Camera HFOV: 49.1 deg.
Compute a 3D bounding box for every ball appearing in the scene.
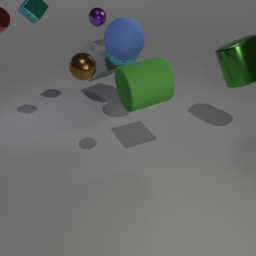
[{"bbox_3d":[-1.150,-1.561,7.133,0.700,0.700,0.700,0,31,0],"label":"ball"},{"bbox_3d":[-0.206,-3.153,11.371,1.400,1.400,1.400,0,31,0],"label":"ball"},{"bbox_3d":[-0.123,-3.016,9.522,1.400,1.400,1.400,0,31,0],"label":"ball"},{"bbox_3d":[-1.192,-4.338,10.956,0.700,0.700,0.700,0,31,0],"label":"ball"}]

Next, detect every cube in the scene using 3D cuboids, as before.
[{"bbox_3d":[-3.482,-4.384,10.272,0.700,0.700,0.700,12,70,53],"label":"cube"},{"bbox_3d":[-1.159,-3.091,12.592,1.400,1.400,1.400,-27,8,-37],"label":"cube"}]

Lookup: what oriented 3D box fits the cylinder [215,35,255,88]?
[{"bbox_3d":[3.960,-2.323,9.822,1.400,1.400,1.400,-23,15,7],"label":"cylinder"}]

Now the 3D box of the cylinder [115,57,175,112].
[{"bbox_3d":[0.487,-1.344,8.610,1.400,1.400,1.400,-18,35,-16],"label":"cylinder"}]

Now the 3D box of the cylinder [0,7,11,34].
[{"bbox_3d":[-4.211,-3.393,8.914,0.700,0.700,0.700,-11,17,44],"label":"cylinder"}]
